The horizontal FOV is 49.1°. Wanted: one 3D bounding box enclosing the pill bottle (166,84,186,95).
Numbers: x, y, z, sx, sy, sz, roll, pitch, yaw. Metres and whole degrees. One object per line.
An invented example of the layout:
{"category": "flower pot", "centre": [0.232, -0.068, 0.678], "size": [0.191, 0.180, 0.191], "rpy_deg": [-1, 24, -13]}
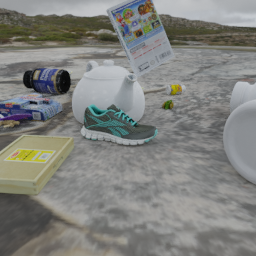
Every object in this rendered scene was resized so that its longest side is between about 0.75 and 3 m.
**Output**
{"category": "pill bottle", "centre": [2.168, -1.742, 12.646], "size": [0.823, 0.450, 0.450], "rpy_deg": [-6, 21, -15]}

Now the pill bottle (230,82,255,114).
{"category": "pill bottle", "centre": [4.451, -0.708, 8.445], "size": [2.398, 1.389, 1.389], "rpy_deg": [15, 25, 34]}

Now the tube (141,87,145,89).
{"category": "tube", "centre": [-0.253, -1.776, 12.717], "size": [2.126, 0.552, 0.617], "rpy_deg": [-12, 61, -42]}

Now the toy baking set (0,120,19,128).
{"category": "toy baking set", "centre": [-3.967, -0.105, 8.298], "size": [1.402, 0.163, 1.076], "rpy_deg": [2, 9, 37]}

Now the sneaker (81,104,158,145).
{"category": "sneaker", "centre": [-0.280, -0.144, 7.497], "size": [2.158, 0.984, 0.837], "rpy_deg": [6, 21, 13]}

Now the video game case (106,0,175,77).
{"category": "video game case", "centre": [0.450, -2.921, 8.764], "size": [1.570, 2.193, 0.198], "rpy_deg": [-32, 19, -20]}

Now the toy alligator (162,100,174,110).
{"category": "toy alligator", "centre": [1.575, -0.963, 10.785], "size": [0.364, 0.264, 1.099], "rpy_deg": [7, 21, 16]}

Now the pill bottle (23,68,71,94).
{"category": "pill bottle", "centre": [-3.745, -2.176, 12.886], "size": [1.989, 1.113, 1.113], "rpy_deg": [6, 21, 17]}

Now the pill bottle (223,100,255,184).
{"category": "pill bottle", "centre": [3.607, 0.054, 5.914], "size": [2.936, 1.699, 1.699], "rpy_deg": [-13, 24, -30]}

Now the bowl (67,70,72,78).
{"category": "bowl", "centre": [-3.600, -2.468, 14.214], "size": [1.575, 0.739, 1.575], "rpy_deg": [0, 19, 0]}

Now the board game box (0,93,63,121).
{"category": "board game box", "centre": [-3.323, -0.800, 9.932], "size": [1.758, 0.542, 1.757], "rpy_deg": [4, 21, 12]}

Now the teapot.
{"category": "teapot", "centre": [-0.660, -1.252, 9.184], "size": [2.611, 1.907, 2.577], "rpy_deg": [5, 21, 16]}

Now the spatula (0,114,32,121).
{"category": "spatula", "centre": [-4.358, -0.423, 9.153], "size": [2.781, 0.286, 0.786], "rpy_deg": [6, 3, 24]}

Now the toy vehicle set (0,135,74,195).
{"category": "toy vehicle set", "centre": [-2.185, 0.704, 6.177], "size": [1.364, 0.291, 2.195], "rpy_deg": [3, 20, 8]}
